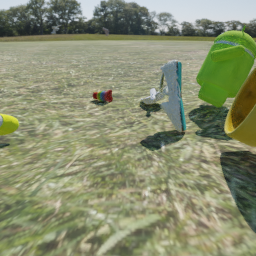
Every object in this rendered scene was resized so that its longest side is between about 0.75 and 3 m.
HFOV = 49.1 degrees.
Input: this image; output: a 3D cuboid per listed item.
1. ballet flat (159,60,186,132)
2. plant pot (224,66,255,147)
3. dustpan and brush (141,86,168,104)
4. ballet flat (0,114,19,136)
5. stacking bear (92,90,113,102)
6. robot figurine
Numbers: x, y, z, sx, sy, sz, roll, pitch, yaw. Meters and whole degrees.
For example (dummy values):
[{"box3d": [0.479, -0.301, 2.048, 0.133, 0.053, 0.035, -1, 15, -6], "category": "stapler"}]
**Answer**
[{"box3d": [1.279, -0.906, 8.145, 0.773, 2.153, 0.773, -2, -10, 0], "category": "ballet flat"}, {"box3d": [3.520, -0.336, 6.183, 1.933, 2.055, 2.055, 26, 25, 5], "category": "plant pot"}, {"box3d": [0.956, -1.176, 10.263, 1.147, 0.470, 1.643, -25, 23, 13], "category": "dustpan and brush"}, {"box3d": [-3.738, -0.163, 7.142, 1.764, 0.589, 0.591, 7, -14, 0], "category": "ballet flat"}, {"box3d": [-1.048, -1.259, 10.995, 0.783, 0.476, 0.445, 6, 20, 33], "category": "stacking bear"}, {"box3d": [3.481, -2.163, 9.910, 1.591, 2.751, 2.414, 27, 2, 14], "category": "robot figurine"}]
